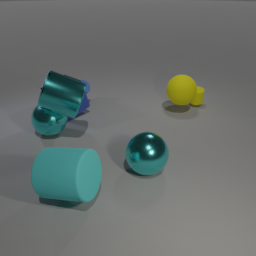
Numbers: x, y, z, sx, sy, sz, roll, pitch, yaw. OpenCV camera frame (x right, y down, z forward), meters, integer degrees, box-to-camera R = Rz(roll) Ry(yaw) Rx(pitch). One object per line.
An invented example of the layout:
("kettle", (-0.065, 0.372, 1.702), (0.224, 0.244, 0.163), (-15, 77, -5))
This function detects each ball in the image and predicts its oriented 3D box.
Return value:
("ball", (0.611, 0.818, 9.017), (1.400, 1.400, 1.400), (0, 28, 0))
("ball", (2.494, -1.770, 13.050), (1.400, 1.400, 1.400), (0, 28, 0))
("ball", (-3.136, -0.369, 11.193), (1.400, 1.400, 1.400), (0, 28, 0))

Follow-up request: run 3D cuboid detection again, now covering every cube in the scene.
("cube", (-2.839, -1.398, 12.806), (1.400, 1.400, 1.400), (25, 51, 38))

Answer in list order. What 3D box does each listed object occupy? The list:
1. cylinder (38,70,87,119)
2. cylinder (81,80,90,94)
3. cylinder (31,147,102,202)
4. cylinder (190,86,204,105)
("cylinder", (-2.411, -1.215, 10.308), (1.400, 1.400, 1.400), (20, 25, -14))
("cylinder", (-2.334, -1.937, 13.900), (0.700, 0.700, 0.700), (-27, 1, -40))
("cylinder", (-1.635, 1.247, 7.639), (1.400, 1.400, 1.400), (0, 27, 20))
("cylinder", (3.380, -1.596, 13.845), (0.700, 0.700, 0.700), (-1, 36, 1))
